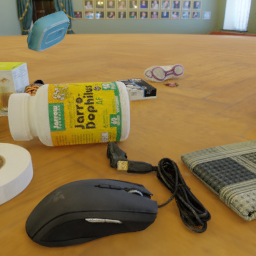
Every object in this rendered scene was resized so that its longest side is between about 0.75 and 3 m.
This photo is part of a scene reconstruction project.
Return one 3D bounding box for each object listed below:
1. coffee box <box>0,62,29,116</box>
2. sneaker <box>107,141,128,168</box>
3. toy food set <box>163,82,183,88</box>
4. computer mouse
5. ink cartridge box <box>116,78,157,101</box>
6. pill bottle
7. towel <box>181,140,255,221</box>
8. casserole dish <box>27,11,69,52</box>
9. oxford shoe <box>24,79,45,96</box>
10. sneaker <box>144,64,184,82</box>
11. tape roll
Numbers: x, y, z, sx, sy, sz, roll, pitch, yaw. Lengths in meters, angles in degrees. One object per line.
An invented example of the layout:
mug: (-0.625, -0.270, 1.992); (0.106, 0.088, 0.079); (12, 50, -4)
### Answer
coffee box: (-4.403, -1.381, 9.642); (1.574, 1.559, 1.577); (-1, 23, -2)
sneaker: (-0.252, 0.621, 6.518); (0.431, 0.360, 0.949); (4, 28, -17)
toy food set: (2.050, -2.067, 13.151); (0.975, 0.154, 0.620); (21, 30, 41)
computer mouse: (-0.216, 1.022, 5.007); (2.971, 0.684, 2.086); (-3, 24, -8)
ink cartridge box: (0.237, -1.727, 11.962); (1.182, 0.466, 2.378); (-8, 23, -17)
pill bottle: (-1.446, -0.357, 7.156); (2.798, 1.578, 1.578); (-3, 23, -10)
towel: (2.627, 0.933, 5.767); (2.394, 0.413, 2.305); (-9, 21, -16)
casserole dish: (-1.824, -2.247, 6.606); (0.270, 0.842, 1.390); (35, 40, 1)
oxford shoe: (-3.098, -0.804, 8.883); (1.054, 1.077, 2.955); (-3, 23, -8)
sneaker: (1.735, -2.739, 14.278); (2.152, 0.806, 1.072); (-9, 5, -21)
tape roll: (-3.051, 0.926, 5.598); (2.187, 0.400, 2.187); (0, 23, 0)
